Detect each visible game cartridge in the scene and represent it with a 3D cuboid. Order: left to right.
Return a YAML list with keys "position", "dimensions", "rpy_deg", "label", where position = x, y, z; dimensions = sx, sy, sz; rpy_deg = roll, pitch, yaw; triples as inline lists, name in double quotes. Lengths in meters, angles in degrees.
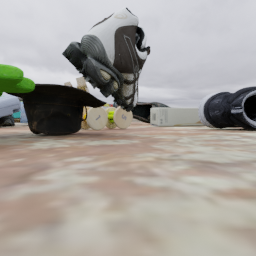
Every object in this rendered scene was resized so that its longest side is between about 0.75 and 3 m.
- position: [-4.347, -0.524, 8.074]
  dimensions: [1.871, 0.568, 2.805]
  rpy_deg: [-24, 19, -30]
  label: "game cartridge"

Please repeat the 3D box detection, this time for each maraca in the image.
- position: [-2.347, -0.552, 3.238]
  dimensions: [2.714, 1.452, 1.861]
  rpy_deg: [0, -2, 35]
  label: "maraca"

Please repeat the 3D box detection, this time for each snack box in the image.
- position: [-2.115, -0.525, 9.894]
  dimensions: [2.111, 0.847, 2.503]
  rpy_deg: [2, 3, 37]
  label: "snack box"

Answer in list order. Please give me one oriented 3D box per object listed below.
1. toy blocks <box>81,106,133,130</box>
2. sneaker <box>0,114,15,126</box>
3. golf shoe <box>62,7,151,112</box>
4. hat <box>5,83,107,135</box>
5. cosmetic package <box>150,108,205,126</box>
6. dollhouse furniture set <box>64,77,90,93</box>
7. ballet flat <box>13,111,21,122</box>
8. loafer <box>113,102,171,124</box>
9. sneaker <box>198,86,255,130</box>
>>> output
- position: [-0.840, -0.256, 6.968]
  dimensions: [1.286, 0.560, 1.543]
  rpy_deg: [-3, 3, -38]
  label: "toy blocks"
- position: [-3.947, -0.333, 9.011]
  dimensions: [0.530, 0.557, 1.406]
  rpy_deg: [1, 3, -29]
  label: "sneaker"
- position: [-0.031, -0.881, 4.033]
  dimensions: [0.853, 1.036, 2.194]
  rpy_deg: [43, 3, 8]
  label: "golf shoe"
- position: [-1.298, -0.241, 4.782]
  dimensions: [1.877, 0.757, 1.877]
  rpy_deg: [7, -3, 0]
  label: "hat"
- position: [1.603, -0.355, 8.918]
  dimensions: [1.632, 0.580, 0.859]
  rpy_deg: [0, 3, -13]
  label: "cosmetic package"
- position: [-2.780, -0.696, 11.649]
  dimensions: [2.713, 1.325, 2.314]
  rpy_deg: [-17, -22, -6]
  label: "dollhouse furniture set"
- position: [-5.928, -0.517, 13.744]
  dimensions: [2.136, 0.753, 0.697]
  rpy_deg: [3, -23, 7]
  label: "ballet flat"
- position: [0.664, -0.600, 10.655]
  dimensions: [2.465, 0.886, 0.775]
  rpy_deg: [7, 7, -13]
  label: "loafer"
- position: [3.241, -0.456, 6.563]
  dimensions: [2.848, 1.075, 1.620]
  rpy_deg: [-7, 5, -16]
  label: "sneaker"
